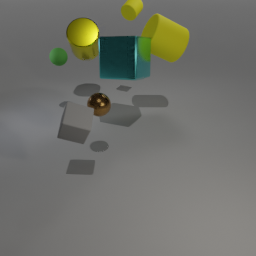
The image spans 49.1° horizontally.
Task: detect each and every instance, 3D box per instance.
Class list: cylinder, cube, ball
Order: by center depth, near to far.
[{"bbox_3d":[-1.313,-0.121,7.034,0.700,0.700,0.700,15,52,-16],"label":"cube"},{"bbox_3d":[-0.846,-0.681,8.190,0.700,0.700,0.700,0,28,0],"label":"ball"},{"bbox_3d":[-0.082,-2.466,9.846,1.400,1.400,1.400,7,17,23],"label":"cube"},{"bbox_3d":[1.386,-3.435,10.792,1.400,1.400,1.400,18,22,-23],"label":"cylinder"},{"bbox_3d":[-2.732,-2.802,11.024,0.700,0.700,0.700,0,28,0],"label":"ball"},{"bbox_3d":[0.164,-4.878,11.442,0.700,0.700,0.700,15,55,25],"label":"cylinder"},{"bbox_3d":[-1.943,-3.934,12.525,1.400,1.400,1.400,-1,-10,-2],"label":"cylinder"}]
